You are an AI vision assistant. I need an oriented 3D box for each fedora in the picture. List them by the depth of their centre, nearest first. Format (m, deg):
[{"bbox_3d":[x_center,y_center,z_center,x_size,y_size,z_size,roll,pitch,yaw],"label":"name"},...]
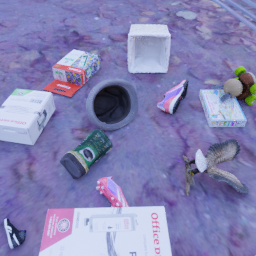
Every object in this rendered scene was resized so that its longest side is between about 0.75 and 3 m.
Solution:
[{"bbox_3d":[-0.732,-0.875,10.473,2.112,1.868,0.954,-26,19,-30],"label":"fedora"}]

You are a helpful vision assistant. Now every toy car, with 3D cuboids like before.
[{"bbox_3d":[4.250,-1.531,11.290,1.589,1.253,1.305,-19,55,-10],"label":"toy car"}]

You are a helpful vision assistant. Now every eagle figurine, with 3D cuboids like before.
[{"bbox_3d":[2.642,1.150,8.360,1.930,1.464,1.457,-3,22,5],"label":"eagle figurine"}]

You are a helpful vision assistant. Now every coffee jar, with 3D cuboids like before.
[{"bbox_3d":[-1.317,0.821,8.927,0.878,0.719,1.684,53,53,-8],"label":"coffee jar"}]

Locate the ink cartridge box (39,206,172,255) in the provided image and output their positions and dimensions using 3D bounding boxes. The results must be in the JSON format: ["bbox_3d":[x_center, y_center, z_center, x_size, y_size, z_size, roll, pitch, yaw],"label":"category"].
[{"bbox_3d":[-0.460,2.961,6.367,2.859,1.183,2.094,-2,43,-2],"label":"ink cartridge box"}]

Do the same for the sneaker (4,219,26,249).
[{"bbox_3d":[-2.932,2.700,7.352,0.463,0.302,0.827,-17,53,-23],"label":"sneaker"}]

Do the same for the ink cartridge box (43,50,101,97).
[{"bbox_3d":[-2.512,-2.564,12.722,1.512,0.699,2.775,16,44,17],"label":"ink cartridge box"}]

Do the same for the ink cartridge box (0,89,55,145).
[{"bbox_3d":[-3.828,-0.461,10.315,1.520,0.878,2.089,8,43,8],"label":"ink cartridge box"}]

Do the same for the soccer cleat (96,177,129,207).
[{"bbox_3d":[-0.293,1.977,7.980,0.607,0.529,1.586,-16,44,-36],"label":"soccer cleat"}]

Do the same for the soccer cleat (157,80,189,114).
[{"bbox_3d":[1.907,-1.390,11.493,0.768,0.716,2.099,18,48,21],"label":"soccer cleat"}]

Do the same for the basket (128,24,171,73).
[{"bbox_3d":[0.943,-3.756,13.206,1.911,1.894,1.537,0,38,1],"label":"basket"}]

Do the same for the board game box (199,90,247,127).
[{"bbox_3d":[3.701,-0.829,11.118,1.337,0.340,1.988,0,43,0],"label":"board game box"}]
